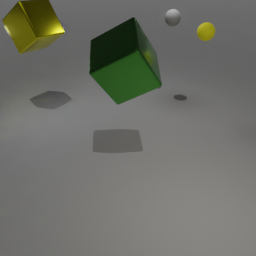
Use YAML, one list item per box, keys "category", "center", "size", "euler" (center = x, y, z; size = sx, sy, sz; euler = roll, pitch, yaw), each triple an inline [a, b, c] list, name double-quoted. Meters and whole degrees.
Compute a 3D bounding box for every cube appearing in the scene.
- category: "cube"
  center: [-0.067, -1.750, 7.508]
  size: [1.400, 1.400, 1.400]
  euler: [-21, 49, 22]
- category: "cube"
  center: [-3.581, -3.864, 10.666]
  size: [1.400, 1.400, 1.400]
  euler: [-19, 12, 41]

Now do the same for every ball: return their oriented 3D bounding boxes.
- category: "ball"
  center: [3.100, -3.820, 11.120]
  size: [0.700, 0.700, 0.700]
  euler: [0, 30, 0]
- category: "ball"
  center: [1.942, -4.783, 12.161]
  size: [0.700, 0.700, 0.700]
  euler: [0, 30, 0]
